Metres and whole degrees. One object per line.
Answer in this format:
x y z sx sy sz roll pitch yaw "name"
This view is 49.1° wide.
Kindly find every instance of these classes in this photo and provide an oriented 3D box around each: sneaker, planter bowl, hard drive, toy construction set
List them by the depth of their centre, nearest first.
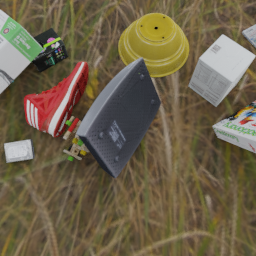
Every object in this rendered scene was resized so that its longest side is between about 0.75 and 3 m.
-0.142 -0.311 7.191 0.578 1.843 2.732 9 53 36 "hard drive"
-1.290 0.401 7.268 1.084 1.300 0.999 27 79 34 "toy construction set"
-2.921 0.620 7.537 0.761 0.144 0.532 -8 88 5 "hard drive"
-2.129 -1.044 7.997 1.387 0.940 2.400 20 68 6 "sneaker"
0.839 -2.812 8.679 2.307 0.961 2.307 0 68 -1 "planter bowl"

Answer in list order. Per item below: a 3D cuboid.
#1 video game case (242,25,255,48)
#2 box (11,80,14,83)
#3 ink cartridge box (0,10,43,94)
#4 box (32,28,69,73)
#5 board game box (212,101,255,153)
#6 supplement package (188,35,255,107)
4.407 -3.050 9.229 0.963 0.106 0.878 -29 71 -12 "video game case"
-4.206 -2.134 8.675 0.753 0.449 1.829 -22 70 -9 "box"
-3.612 -1.896 7.516 2.175 0.914 1.587 -48 55 -4 "ink cartridge box"
-2.537 -2.402 8.668 1.069 0.664 0.794 -34 72 -12 "box"
3.364 -0.069 6.719 1.623 2.571 0.445 -30 103 -4 "board game box"
2.576 -1.571 7.912 1.083 1.437 1.091 40 74 15 "supplement package"
